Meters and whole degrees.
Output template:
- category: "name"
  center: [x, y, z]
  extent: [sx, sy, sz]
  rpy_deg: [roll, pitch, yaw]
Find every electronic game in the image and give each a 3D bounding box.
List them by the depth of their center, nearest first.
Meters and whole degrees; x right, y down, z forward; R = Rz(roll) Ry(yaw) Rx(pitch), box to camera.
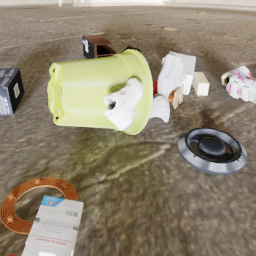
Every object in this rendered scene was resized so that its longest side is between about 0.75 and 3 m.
- category: "electronic game"
  center: [2.662, 0.672, 8.940]
  extent: [2.180, 0.454, 2.180]
  rpy_deg: [3, 36, -2]

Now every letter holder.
- category: "letter holder"
  center: [-1.579, -4.968, 17.687]
  extent: [1.944, 1.375, 2.735]
  rpy_deg: [-10, 32, -20]

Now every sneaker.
- category: "sneaker"
  center: [-0.122, -0.840, 7.637]
  extent: [0.900, 0.677, 1.807]
  rpy_deg: [35, 47, -22]
- category: "sneaker"
  center: [5.179, -1.733, 12.511]
  extent: [1.297, 1.196, 2.939]
  rpy_deg: [-16, 33, -3]

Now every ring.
- category: "ring"
  center: [-2.263, 1.875, 7.185]
  extent: [1.931, 0.185, 1.931]
  rpy_deg: [1, 31, 0]

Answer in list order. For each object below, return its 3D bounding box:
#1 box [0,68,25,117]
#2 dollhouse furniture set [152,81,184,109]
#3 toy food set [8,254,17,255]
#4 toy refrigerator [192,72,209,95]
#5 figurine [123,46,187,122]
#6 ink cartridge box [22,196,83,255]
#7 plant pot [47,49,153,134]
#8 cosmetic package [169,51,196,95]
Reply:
- category: "box"
  center: [-5.844, -1.527, 11.882]
  extent: [2.224, 1.271, 2.442]
  rpy_deg: [-3, 31, -6]
- category: "dollhouse furniture set"
  center: [0.995, -1.597, 12.073]
  extent: [2.344, 1.208, 2.319]
  rpy_deg: [16, 34, 25]
- category: "toy food set"
  center: [-2.611, 2.922, 5.283]
  extent: [1.206, 0.296, 1.218]
  rpy_deg: [-18, 34, -28]
- category: "toy refrigerator"
  center: [3.539, -2.185, 13.679]
  extent: [0.557, 0.605, 1.593]
  rpy_deg: [2, 30, 2]
- category: "figurine"
  center: [0.718, -1.712, 11.624]
  extent: [2.956, 1.273, 2.884]
  rpy_deg: [15, 66, 14]
- category: "ink cartridge box"
  center: [-1.561, 2.279, 5.958]
  extent: [0.945, 0.553, 1.630]
  rpy_deg: [12, 30, -5]
- category: "plant pot"
  center: [-1.097, -1.130, 9.178]
  extent: [2.690, 2.926, 2.926]
  rpy_deg: [-5, 29, -27]
- category: "cosmetic package"
  center: [2.505, -2.799, 13.993]
  extent: [1.496, 1.075, 2.651]
  rpy_deg: [13, 34, 5]
